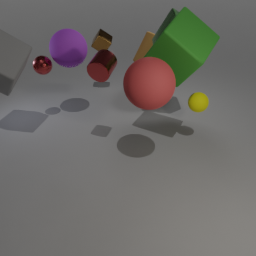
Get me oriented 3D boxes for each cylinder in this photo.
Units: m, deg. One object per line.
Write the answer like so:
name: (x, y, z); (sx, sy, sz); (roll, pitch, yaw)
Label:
cylinder: (-0.756, -1.827, 8.228); (0.700, 0.700, 0.700); (11, 50, 18)
cylinder: (1.141, -3.300, 12.387); (1.400, 1.400, 1.400); (26, 15, -7)

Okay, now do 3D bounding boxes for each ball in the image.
ball: (0.569, -1.187, 7.519); (1.400, 1.400, 1.400); (0, 30, 0)
ball: (-2.216, -2.966, 10.440); (1.400, 1.400, 1.400); (0, 30, 0)
ball: (-3.157, -2.319, 10.348); (0.700, 0.700, 0.700); (0, 30, 0)
ball: (2.424, -0.886, 9.664); (0.700, 0.700, 0.700); (0, 30, 0)

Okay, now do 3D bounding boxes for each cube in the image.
cube: (-4.184, -2.156, 9.145); (1.400, 1.400, 1.400); (27, 63, -20)
cube: (1.861, -3.256, 10.251); (1.400, 1.400, 1.400); (26, 31, -16)
cube: (1.580, -2.390, 8.397); (1.400, 1.400, 1.400); (39, 60, -5)
cube: (-1.212, -4.039, 13.086); (0.700, 0.700, 0.700); (27, 41, -23)
